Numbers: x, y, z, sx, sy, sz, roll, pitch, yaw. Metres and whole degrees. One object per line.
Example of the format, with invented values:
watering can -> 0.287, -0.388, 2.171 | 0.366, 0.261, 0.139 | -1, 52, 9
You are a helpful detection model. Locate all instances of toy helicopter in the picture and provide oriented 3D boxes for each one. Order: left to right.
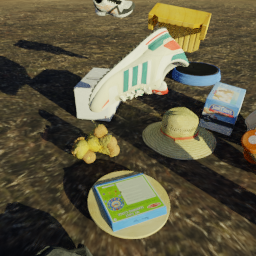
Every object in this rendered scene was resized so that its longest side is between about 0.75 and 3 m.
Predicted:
toy helicopter -> 4.331, 0.825, 7.119 | 1.785, 1.065, 2.699 | -35, 54, 5

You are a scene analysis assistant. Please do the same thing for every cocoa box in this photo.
cocoa box -> 3.298, -0.729, 9.757 | 1.125, 1.107, 1.686 | 21, 36, 18

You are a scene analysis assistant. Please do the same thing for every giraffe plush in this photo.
giraffe plush -> -1.053, 0.516, 8.022 | 1.098, 1.169, 1.354 | -39, 58, -17

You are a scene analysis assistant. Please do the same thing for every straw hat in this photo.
straw hat -> 1.642, -0.090, 8.909 | 2.424, 1.026, 2.424 | 0, 30, 0

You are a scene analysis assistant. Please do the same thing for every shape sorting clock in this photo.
shape sorting clock -> 0.022, 1.716, 6.516 | 1.907, 0.374, 1.907 | 3, 32, -2

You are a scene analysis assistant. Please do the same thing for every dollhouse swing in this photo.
dollhouse swing -> 1.700, -3.234, 9.807 | 1.903, 1.673, 1.729 | 16, 43, 10

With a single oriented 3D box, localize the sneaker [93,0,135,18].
sneaker -> -0.351, -2.838, 6.471 | 1.064, 0.426, 0.392 | 8, 63, 22

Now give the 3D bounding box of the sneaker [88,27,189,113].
sneaker -> 0.268, -1.098, 6.744 | 1.253, 2.679, 0.943 | 48, 4, 3

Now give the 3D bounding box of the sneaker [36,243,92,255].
sneaker -> -1.515, 2.571, 4.867 | 2.068, 0.687, 0.935 | -8, 29, -20

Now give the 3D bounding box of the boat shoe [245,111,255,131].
boat shoe -> 4.339, 0.034, 9.199 | 0.804, 0.685, 2.404 | -24, 11, 34

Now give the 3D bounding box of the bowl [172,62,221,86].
bowl -> 3.380, -2.735, 13.841 | 2.357, 0.463, 2.357 | 0, 31, 0

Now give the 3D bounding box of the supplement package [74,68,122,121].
supplement package -> -1.029, -1.346, 10.734 | 1.279, 1.284, 2.188 | 6, 32, 10
